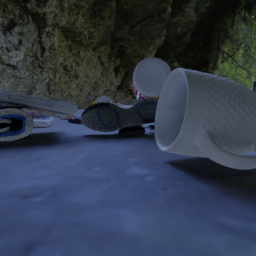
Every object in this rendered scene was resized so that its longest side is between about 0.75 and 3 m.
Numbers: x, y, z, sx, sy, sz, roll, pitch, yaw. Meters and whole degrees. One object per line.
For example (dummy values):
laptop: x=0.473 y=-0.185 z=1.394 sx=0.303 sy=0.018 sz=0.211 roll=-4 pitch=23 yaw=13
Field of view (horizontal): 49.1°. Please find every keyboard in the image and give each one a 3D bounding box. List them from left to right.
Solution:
keyboard: x=0.284 y=0.056 z=7.217 sx=1.054 sy=0.171 sz=1.659 roll=-6 pitch=6 yaw=0

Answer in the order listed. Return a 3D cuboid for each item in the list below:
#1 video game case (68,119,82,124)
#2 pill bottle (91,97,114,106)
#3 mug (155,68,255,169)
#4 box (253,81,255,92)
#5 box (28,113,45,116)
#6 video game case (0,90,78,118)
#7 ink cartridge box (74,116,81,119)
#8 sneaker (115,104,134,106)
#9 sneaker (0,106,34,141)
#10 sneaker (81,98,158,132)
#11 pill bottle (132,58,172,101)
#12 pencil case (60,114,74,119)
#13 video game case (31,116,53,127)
video game case: x=-1.668 y=-0.305 z=11.619 sx=1.191 sy=0.168 sz=1.318 roll=-4 pitch=5 yaw=-37
pill bottle: x=-1.177 y=-1.036 z=13.184 sx=0.796 sy=0.796 sz=1.415 roll=-2 pitch=-4 yaw=-25
mug: x=1.178 y=-0.026 z=3.612 sx=1.312 sy=1.104 sz=1.496 roll=9 pitch=33 yaw=-12
box: x=5.330 y=-0.783 z=8.522 sx=2.214 sy=1.597 sz=2.983 roll=1 pitch=5 yaw=9
box: x=-3.706 y=-0.548 z=11.295 sx=0.749 sy=0.691 sz=1.459 roll=-2 pitch=5 yaw=-27
video game case: x=-2.443 y=-0.559 z=7.001 sx=2.005 sy=0.253 sz=2.201 roll=10 pitch=-4 yaw=-20
ink cartridge box: x=-2.127 y=-0.449 z=13.239 sx=0.602 sy=0.212 sz=1.009 roll=-3 pitch=4 yaw=-40
sneaker: x=0.031 y=-0.870 z=14.546 sx=1.292 sy=0.805 sz=2.410 roll=1 pitch=1 yaw=44
sneaker: x=-2.909 y=-0.139 z=5.556 sx=1.976 sy=0.796 sz=1.447 roll=4 pitch=-2 yaw=-26
sneaker: x=-0.155 y=-0.248 z=7.313 sx=2.125 sy=0.792 sz=0.925 roll=-4 pitch=-9 yaw=-6
pill bottle: x=0.621 y=-1.210 z=7.777 sx=1.005 sy=1.005 sz=1.779 roll=0 pitch=-4 yaw=0
pencil case: x=-3.234 y=-0.667 z=14.705 sx=0.421 sy=0.421 sz=0.963 roll=2 pitch=5 yaw=18
video game case: x=-3.500 y=-0.233 z=9.802 sx=1.559 sy=0.185 sz=1.419 roll=-1 pitch=11 yaw=-7
